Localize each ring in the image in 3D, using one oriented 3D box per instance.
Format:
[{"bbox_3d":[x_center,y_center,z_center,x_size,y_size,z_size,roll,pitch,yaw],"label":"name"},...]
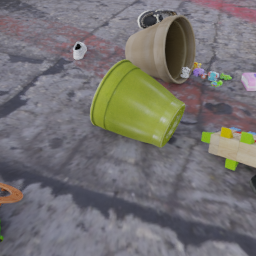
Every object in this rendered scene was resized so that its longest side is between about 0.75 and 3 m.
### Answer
[{"bbox_3d":[-3.029,1.367,6.009,1.500,0.144,1.500,17,-3,1],"label":"ring"}]

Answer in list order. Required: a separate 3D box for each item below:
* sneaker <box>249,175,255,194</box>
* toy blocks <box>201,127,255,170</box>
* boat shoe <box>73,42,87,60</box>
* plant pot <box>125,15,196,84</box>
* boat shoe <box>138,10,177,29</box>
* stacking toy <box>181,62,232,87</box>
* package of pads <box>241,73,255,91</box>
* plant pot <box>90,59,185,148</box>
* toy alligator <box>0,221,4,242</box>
[{"bbox_3d":[4.089,1.024,6.327,2.555,1.119,0.968,-2,38,-3],"label":"sneaker"},{"bbox_3d":[3.139,0.472,7.251,1.376,1.006,2.013,-12,22,-44],"label":"toy blocks"},{"bbox_3d":[-2.244,-3.661,12.837,0.542,0.516,1.506,4,38,5],"label":"boat shoe"},{"bbox_3d":[1.122,-2.925,10.739,2.107,2.429,2.429,8,35,37],"label":"plant pot"},{"bbox_3d":[1.227,-4.416,11.340,1.919,0.709,0.579,-22,25,-36],"label":"boat shoe"},{"bbox_3d":[2.999,-2.080,10.738,1.688,0.397,1.273,24,33,26],"label":"stacking toy"},{"bbox_3d":[4.928,-1.708,10.368,1.252,0.474,0.754,1,41,1],"label":"package of pads"},{"bbox_3d":[0.392,-0.503,7.802,2.032,2.110,2.110,30,46,17],"label":"plant pot"},{"bbox_3d":[-2.777,2.031,5.430,0.721,0.788,2.657,22,15,-48],"label":"toy alligator"}]
